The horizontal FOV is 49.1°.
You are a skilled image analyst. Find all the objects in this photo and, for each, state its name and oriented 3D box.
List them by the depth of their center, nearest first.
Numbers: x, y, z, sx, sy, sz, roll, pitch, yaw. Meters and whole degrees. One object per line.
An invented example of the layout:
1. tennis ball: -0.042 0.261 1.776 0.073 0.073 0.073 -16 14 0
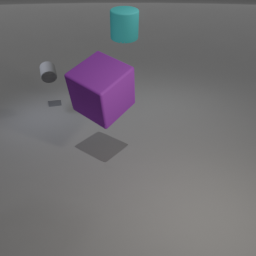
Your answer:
1. cube: -0.759 -1.120 8.165 1.400 1.400 1.400 30 58 25
2. cylinder: -3.594 -2.514 12.626 0.700 0.700 0.700 -8 54 -16
3. cylinder: -0.178 -5.095 13.785 1.400 1.400 1.400 0 39 0
